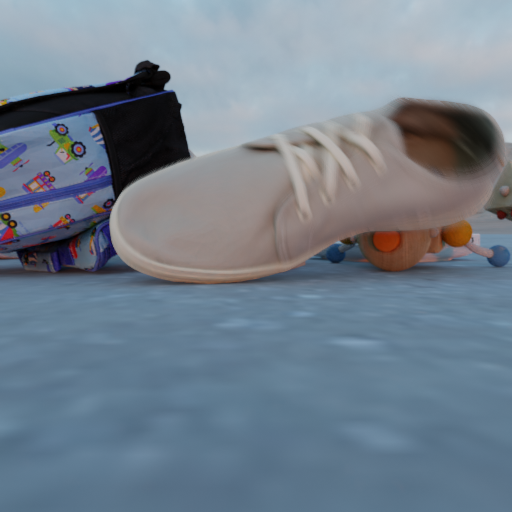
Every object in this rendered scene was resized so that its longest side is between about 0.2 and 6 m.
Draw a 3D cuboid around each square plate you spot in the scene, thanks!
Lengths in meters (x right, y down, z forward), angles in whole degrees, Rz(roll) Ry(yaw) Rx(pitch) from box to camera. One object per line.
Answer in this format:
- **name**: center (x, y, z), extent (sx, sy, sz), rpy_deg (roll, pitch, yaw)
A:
- **square plate**: center (1.677, -0.067, 7.313), extent (1.712, 0.246, 1.728), rpy_deg (-3, 4, -37)

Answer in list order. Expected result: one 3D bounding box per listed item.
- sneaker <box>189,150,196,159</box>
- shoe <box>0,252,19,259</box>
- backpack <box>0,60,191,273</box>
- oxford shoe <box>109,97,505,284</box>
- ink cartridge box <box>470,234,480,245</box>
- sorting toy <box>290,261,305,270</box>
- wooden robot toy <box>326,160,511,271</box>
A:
- **sneaker**: center (-1.529, -1.152, 8.069), extent (1.187, 1.442, 3.136), rpy_deg (-10, -19, 19)
- **shoe**: center (-4.058, -0.384, 7.128), extent (1.263, 0.992, 2.776), rpy_deg (0, -3, 39)
- **backpack**: center (-2.005, -0.659, 5.158), extent (2.200, 1.622, 2.410), rpy_deg (1, 23, 40)
- **oxford shoe**: center (0.492, -0.608, 4.298), extent (3.237, 1.217, 0.935), rpy_deg (-11, -27, -14)
- **ink cartridge box**: center (4.383, -0.325, 12.064), extent (0.724, 0.304, 0.528), rpy_deg (-2, 3, -37)
- **sorting toy**: center (-0.201, -0.088, 5.771), extent (1.214, 0.425, 1.221), rpy_deg (1, 3, 16)
- **wooden robot toy**: center (1.243, -0.461, 5.547), extent (3.284, 1.447, 1.490), rpy_deg (1, 14, 24)
